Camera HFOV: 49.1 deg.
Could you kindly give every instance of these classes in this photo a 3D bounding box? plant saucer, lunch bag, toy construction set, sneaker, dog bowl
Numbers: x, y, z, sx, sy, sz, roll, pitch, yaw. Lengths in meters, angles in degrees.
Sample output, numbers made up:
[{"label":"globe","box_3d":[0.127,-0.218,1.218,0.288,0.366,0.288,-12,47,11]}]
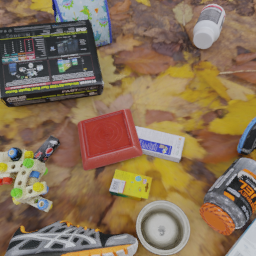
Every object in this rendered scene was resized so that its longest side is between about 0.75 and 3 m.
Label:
[{"label":"plant saucer","box_3d":[-0.523,0.192,7.071,1.498,0.275,1.495,-15,55,0]},{"label":"lunch bag","box_3d":[-1.461,-3.507,8.849,1.610,1.894,1.207,-23,58,-15]},{"label":"toy construction set","box_3d":[-2.726,1.162,6.147,2.171,1.000,1.424,-2,67,-3]},{"label":"sneaker","box_3d":[3.767,0.096,6.914,2.403,0.852,0.996,-19,50,-16]},{"label":"sneaker","box_3d":[-1.101,2.243,5.346,2.576,1.008,0.995,-4,44,-5]},{"label":"dog bowl","box_3d":[0.698,2.086,5.777,1.095,0.404,1.095,0,55,-1]}]

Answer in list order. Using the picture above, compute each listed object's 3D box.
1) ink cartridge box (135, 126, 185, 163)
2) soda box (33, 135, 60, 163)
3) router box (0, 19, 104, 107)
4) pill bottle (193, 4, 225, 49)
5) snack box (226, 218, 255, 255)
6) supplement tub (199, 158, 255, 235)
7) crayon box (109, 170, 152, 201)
[{"label":"ink cartridge box","box_3d":[0.694,0.390,7.084,1.387,0.257,0.657,15,56,7]},{"label":"soda box","box_3d":[-2.036,0.563,6.958,0.276,0.247,0.780,25,59,17]},{"label":"router box","box_3d":[-2.164,-1.808,7.810,2.710,0.842,2.031,-9,76,-10]},{"label":"pill bottle","box_3d":[2.692,-3.378,9.398,0.858,0.858,1.549,18,56,13]},{"label":"snack box","box_3d":[2.989,2.793,5.285,1.158,0.370,1.993,-38,63,-24]},{"label":"supplement tub","box_3d":[2.258,1.432,5.911,0.940,0.940,1.533,38,63,24]},{"label":"crayon box","box_3d":[0.069,1.327,6.424,0.885,0.225,0.561,12,55,9]}]
